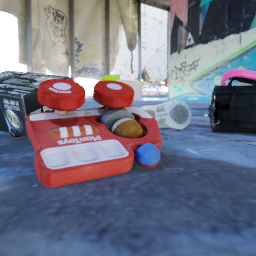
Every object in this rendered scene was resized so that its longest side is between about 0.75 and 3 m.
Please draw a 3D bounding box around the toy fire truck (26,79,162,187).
[{"bbox_3d":[-0.518,0.147,5.180,2.578,1.445,2.165,-5,33,-29],"label":"toy fire truck"}]

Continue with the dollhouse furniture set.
[{"bbox_3d":[-0.323,-0.781,9.490,1.365,1.782,2.720,4,3,-10],"label":"dollhouse furniture set"}]

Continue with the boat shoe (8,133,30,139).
[{"bbox_3d":[-3.195,-0.095,8.376,2.128,0.793,0.780,3,9,31],"label":"boat shoe"}]

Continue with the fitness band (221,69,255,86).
[{"bbox_3d":[4.009,-1.519,9.572,1.619,0.303,1.163,12,-22,7],"label":"fitness band"}]

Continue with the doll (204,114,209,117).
[{"bbox_3d":[4.586,-0.745,15.730,0.823,0.200,0.562,-13,21,-35],"label":"doll"}]

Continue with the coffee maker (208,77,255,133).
[{"bbox_3d":[4.099,-0.478,8.853,2.749,1.851,2.640,2,31,23],"label":"coffee maker"}]

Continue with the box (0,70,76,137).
[{"bbox_3d":[-3.102,-0.817,7.884,2.504,1.078,2.050,10,27,22],"label":"box"}]

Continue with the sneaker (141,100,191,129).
[{"bbox_3d":[1.070,-0.476,10.395,2.796,1.089,1.389,-3,4,-30],"label":"sneaker"}]
